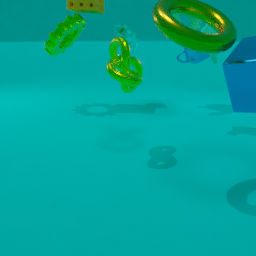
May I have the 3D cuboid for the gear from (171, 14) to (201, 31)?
[{"bbox_3d":[2.069,-3.898,10.140,1.179,1.179,0.218,-8,-11,-22],"label":"gear"}]

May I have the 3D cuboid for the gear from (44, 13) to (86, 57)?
[{"bbox_3d":[-2.369,-3.502,10.630,0.342,1.852,1.852,45,23,-4],"label":"gear"}]

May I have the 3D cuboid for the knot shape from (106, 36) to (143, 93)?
[{"bbox_3d":[-0.020,-1.381,6.713,0.638,1.380,1.291,-21,-30,15],"label":"knot shape"}]

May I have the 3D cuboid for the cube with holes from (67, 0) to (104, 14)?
[{"bbox_3d":[-1.579,-5.017,10.636,1.121,1.121,1.121,7,17,9],"label":"cube with holes"}]

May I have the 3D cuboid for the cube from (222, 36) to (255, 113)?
[{"bbox_3d":[2.595,-1.021,5.236,1.106,1.106,1.106,6,42,43],"label":"cube"}]

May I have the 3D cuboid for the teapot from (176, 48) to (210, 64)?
[{"bbox_3d":[2.750,-3.160,10.865,1.926,0.943,1.197,-34,21,11],"label":"teapot"}]

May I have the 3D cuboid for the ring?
[{"bbox_3d":[1.174,-1.847,4.935,1.550,0.310,1.550,9,47,-10],"label":"ring"}]

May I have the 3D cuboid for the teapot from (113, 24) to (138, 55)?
[{"bbox_3d":[-0.047,-3.570,11.186,0.742,1.516,0.943,-39,-5,-12],"label":"teapot"}]

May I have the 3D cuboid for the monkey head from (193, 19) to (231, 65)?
[{"bbox_3d":[2.439,-2.507,8.196,0.893,1.482,1.066,31,55,22],"label":"monkey head"}]
